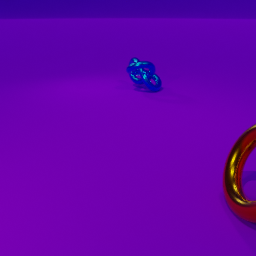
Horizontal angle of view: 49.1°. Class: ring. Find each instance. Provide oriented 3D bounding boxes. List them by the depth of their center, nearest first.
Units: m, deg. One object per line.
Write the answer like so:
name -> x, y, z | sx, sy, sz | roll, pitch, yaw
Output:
ring -> 2.025, 0.627, 4.283 | 0.324, 1.618, 1.618 | 21, 20, -13

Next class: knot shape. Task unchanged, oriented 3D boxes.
knot shape -> 0.506, -2.164, 10.985 | 1.696, 0.784, 1.587 | 37, -2, -42
